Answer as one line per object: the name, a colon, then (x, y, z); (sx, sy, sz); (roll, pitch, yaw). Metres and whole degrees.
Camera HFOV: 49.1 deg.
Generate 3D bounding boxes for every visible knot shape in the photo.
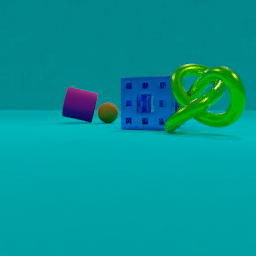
knot shape: (1.698, -0.676, 6.166); (0.914, 1.979, 1.852); (38, -19, -35)

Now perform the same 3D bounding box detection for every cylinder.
cylinder: (-1.861, -0.901, 10.938); (1.174, 1.174, 1.174); (13, 2, -8)

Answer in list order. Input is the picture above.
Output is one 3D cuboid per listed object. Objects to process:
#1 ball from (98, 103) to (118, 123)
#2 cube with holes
ball: (-0.765, -0.571, 10.707); (0.793, 0.793, 0.793); (0, 4, 0)
cube with holes: (0.682, -0.677, 7.782); (1.358, 1.358, 1.358); (2, 5, 21)
